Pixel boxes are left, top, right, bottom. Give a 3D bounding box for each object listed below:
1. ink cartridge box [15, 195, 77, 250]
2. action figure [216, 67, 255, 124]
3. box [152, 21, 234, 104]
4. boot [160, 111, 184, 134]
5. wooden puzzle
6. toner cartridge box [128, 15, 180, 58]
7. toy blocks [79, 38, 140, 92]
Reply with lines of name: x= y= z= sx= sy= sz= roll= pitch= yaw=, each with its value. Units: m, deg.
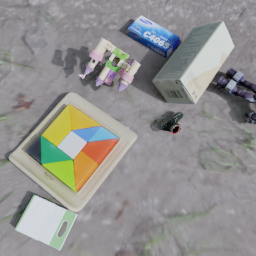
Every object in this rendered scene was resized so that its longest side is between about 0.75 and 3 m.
ink cartridge box: x=-1.915 y=2.242 z=6.664 sx=1.222 sy=0.293 sz=0.889 roll=21 pitch=66 yaw=10
action figure: x=3.611 y=-0.900 z=7.843 sx=1.419 sy=0.756 sz=2.181 roll=-46 pitch=62 yaw=-6
box: x=1.908 y=-1.865 z=8.034 sx=1.143 sy=0.936 sz=2.407 roll=12 pitch=58 yaw=53
boot: x=1.332 y=-0.128 z=7.665 sx=0.786 sy=0.284 sz=0.594 roll=-36 pitch=24 yaw=-10
wooden puzzle: x=-1.443 y=0.455 z=7.434 sx=2.447 sy=0.493 sz=2.645 roll=34 pitch=68 yaw=16
toner cartridge box: x=0.835 y=-3.023 z=9.225 sx=1.597 sy=0.345 sz=0.759 roll=35 pitch=69 yaw=16
toy blocks: x=-0.499 y=-1.656 z=8.001 sx=1.380 sy=1.476 sz=1.243 roll=33 pitch=104 yaw=-8
